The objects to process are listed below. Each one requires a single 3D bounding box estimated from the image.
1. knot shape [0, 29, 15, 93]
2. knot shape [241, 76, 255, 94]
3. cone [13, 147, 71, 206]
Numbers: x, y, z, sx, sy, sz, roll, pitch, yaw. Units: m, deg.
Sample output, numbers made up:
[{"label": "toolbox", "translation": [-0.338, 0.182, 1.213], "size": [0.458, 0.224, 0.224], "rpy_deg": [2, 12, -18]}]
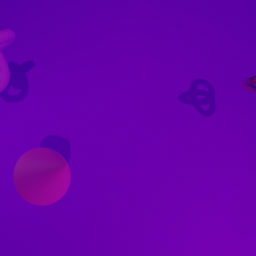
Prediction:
[{"label": "knot shape", "translation": [-2.987, -1.617, 6.057], "size": [0.749, 1.621, 1.517], "rpy_deg": [13, 43, 3]}, {"label": "knot shape", "translation": [3.066, -0.797, 5.664], "size": [1.282, 0.592, 1.200], "rpy_deg": [-30, 70, -15]}, {"label": "cone", "translation": [-1.203, 0.699, 4.545], "size": [1.018, 1.022, 1.018], "rpy_deg": [13, 66, -32]}]
